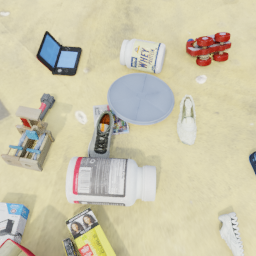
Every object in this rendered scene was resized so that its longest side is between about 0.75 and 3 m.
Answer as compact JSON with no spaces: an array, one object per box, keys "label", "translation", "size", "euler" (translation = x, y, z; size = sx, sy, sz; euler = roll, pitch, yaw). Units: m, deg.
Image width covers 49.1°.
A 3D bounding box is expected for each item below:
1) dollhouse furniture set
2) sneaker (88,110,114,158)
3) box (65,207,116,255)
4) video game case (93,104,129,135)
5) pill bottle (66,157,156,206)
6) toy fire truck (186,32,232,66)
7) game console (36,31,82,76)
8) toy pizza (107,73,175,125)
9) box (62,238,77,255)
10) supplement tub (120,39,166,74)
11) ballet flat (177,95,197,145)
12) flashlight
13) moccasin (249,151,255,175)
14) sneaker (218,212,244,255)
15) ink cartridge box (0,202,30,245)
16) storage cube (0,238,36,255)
[{"label":"dollhouse furniture set","translation":[-3.853,0.388,10.294],"size":[1.467,2.094,1.476],"euler":[10,58,6]},{"label":"sneaker","translation":[-1.052,0.392,10.865],"size":[0.870,0.933,2.354],"euler":[9,71,-5]},{"label":"box","translation":[-0.999,3.929,8.893],"size":[0.986,0.656,2.619],"euler":[-26,61,-16]},{"label":"video game case","translation":[-0.741,-0.371,11.924],"size":[1.408,0.178,1.546],"euler":[-7,57,-4]},{"label":"pill bottle","translation":[-0.530,1.844,9.652],"size":[2.926,1.620,1.620],"euler":[3,58,2]},{"label":"toy fire truck","translation":[3.851,-4.050,13.799],"size":[2.239,1.256,1.881],"euler":[-15,35,-10]},{"label":"game console","translation":[-3.223,-3.581,13.390],"size":[1.659,1.142,1.925],"euler":[4,58,3]},{"label":"toy pizza","translation":[0.552,-1.254,12.210],"size":[2.929,0.464,2.929],"euler":[2,55,-3]},{"label":"box","translation":[-1.713,4.055,8.692],"size":[0.270,0.874,1.095],"euler":[-20,61,-12]},{"label":"supplement tub","translation":[0.693,-3.384,13.117],"size":[1.928,1.398,1.398],"euler":[12,58,8]},{"label":"ballet flat","translation":[2.445,-0.433,11.628],"size":[0.827,0.827,2.304],"euler":[3,58,2]},{"label":"flashlight","translation":[-3.791,-0.664,11.846],"size":[0.641,0.639,1.886],"euler":[13,60,11]},{"label":"moccasin","translation":[5.039,1.624,10.416],"size":[0.669,0.567,1.663],"euler":[-19,60,-12]},{"label":"sneaker","translation":[3.391,3.630,9.201],"size":[0.663,0.614,1.635],"euler":[-9,56,12]},{"label":"ink cartridge box","translation":[-4.137,3.371,9.226],"size":[1.197,0.691,1.650],"euler":[5,58,3]},{"label":"storage cube","translation":[-3.126,4.461,7.907],"size":[1.967,1.768,1.681],"euler":[31,63,19]}]
